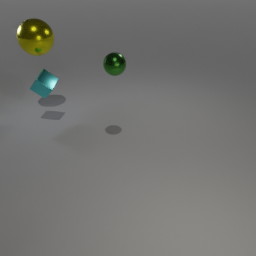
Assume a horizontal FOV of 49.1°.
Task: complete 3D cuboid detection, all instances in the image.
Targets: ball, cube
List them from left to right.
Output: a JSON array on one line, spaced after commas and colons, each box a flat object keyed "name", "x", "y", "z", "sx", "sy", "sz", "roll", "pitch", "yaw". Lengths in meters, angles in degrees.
[{"name": "ball", "x": -3.599, "y": -3.535, "z": 10.942, "sx": 1.400, "sy": 1.400, "sz": 1.400, "roll": 0, "pitch": 29, "yaw": 0}, {"name": "cube", "x": -3.255, "y": -1.717, "z": 10.893, "sx": 0.700, "sy": 0.700, "sz": 0.700, "roll": 34, "pitch": 47, "yaw": -23}, {"name": "ball", "x": -0.402, "y": -1.931, "z": 8.480, "sx": 0.700, "sy": 0.700, "sz": 0.700, "roll": 0, "pitch": 29, "yaw": 0}]
